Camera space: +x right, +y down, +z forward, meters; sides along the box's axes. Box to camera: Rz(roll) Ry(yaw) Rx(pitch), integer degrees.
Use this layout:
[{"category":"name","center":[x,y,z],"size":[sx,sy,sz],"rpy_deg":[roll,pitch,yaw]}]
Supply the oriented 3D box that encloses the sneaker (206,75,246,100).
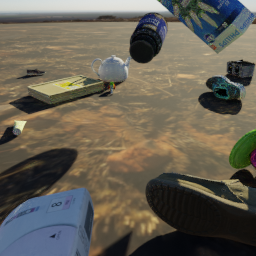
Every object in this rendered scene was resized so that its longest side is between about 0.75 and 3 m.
[{"category":"sneaker","center":[3.442,-1.493,10.431],"size":[0.821,0.699,1.801],"rpy_deg":[-16,28,-23]}]

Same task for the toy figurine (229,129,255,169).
[{"category":"toy figurine","center":[3.519,0.632,5.066],"size":[2.406,1.806,2.215],"rpy_deg":[-31,42,-6]}]

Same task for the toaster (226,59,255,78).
[{"category":"toaster","center":[5.384,-2.846,13.332],"size":[1.087,0.645,0.983],"rpy_deg":[-11,27,-23]}]

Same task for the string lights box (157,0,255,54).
[{"category":"string lights box","center":[2.023,-3.312,7.613],"size":[0.737,2.500,1.284],"rpy_deg":[-51,4,-15]}]

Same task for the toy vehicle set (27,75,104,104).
[{"category":"toy vehicle set","center":[-2.368,-1.551,10.895],"size":[2.498,0.331,1.552],"rpy_deg":[-23,33,-40]}]

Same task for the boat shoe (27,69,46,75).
[{"category":"boat shoe","center":[-4.409,-2.708,13.452],"size":[0.895,0.290,0.322],"rpy_deg":[-6,25,-12]}]

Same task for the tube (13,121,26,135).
[{"category":"tube","center":[-3.054,-0.048,7.848],"size":[0.220,0.246,0.849],"rpy_deg":[-42,26,4]}]

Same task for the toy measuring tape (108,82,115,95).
[{"category":"toy measuring tape","center":[-0.628,-1.494,10.987],"size":[0.303,0.303,0.824],"rpy_deg":[-1,47,-3]}]

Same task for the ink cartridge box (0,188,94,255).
[{"category":"ink cartridge box","center":[-1.597,1.591,3.162],"size":[2.298,0.656,1.868],"rpy_deg":[-9,21,2]}]

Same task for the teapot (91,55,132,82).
[{"category":"teapot","center":[-0.694,-2.701,12.522],"size":[1.436,1.063,1.455],"rpy_deg":[9,27,20]}]

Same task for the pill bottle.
[{"category":"pill bottle","center":[0.695,-3.092,9.673],"size":[1.107,1.107,1.979],"rpy_deg":[7,45,14]}]

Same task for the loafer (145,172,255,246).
[{"category":"loafer","center":[1.402,1.221,4.411],"size":[2.277,0.866,0.768],"rpy_deg":[16,27,11]}]
